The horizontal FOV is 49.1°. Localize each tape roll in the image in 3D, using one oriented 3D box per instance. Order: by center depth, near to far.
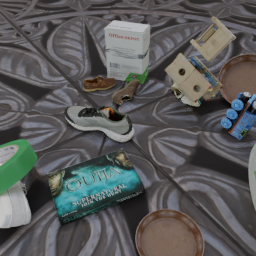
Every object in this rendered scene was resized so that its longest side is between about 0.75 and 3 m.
[{"bbox_3d":[-3.928,1.233,8.249,2.436,0.585,2.436,-20,23,9],"label":"tape roll"}]

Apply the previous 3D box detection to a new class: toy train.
[{"bbox_3d":[4.101,-0.458,10.051,1.029,1.800,0.780,34,51,18],"label":"toy train"}]

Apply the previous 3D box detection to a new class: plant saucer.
[{"bbox_3d":[1.078,2.972,7.337,1.768,0.304,1.768,-1,42,1],"label":"plant saucer"},{"bbox_3d":[5.118,-1.929,11.885,2.525,0.435,2.525,-4,73,12],"label":"plant saucer"}]

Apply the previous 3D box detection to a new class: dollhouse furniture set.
[{"bbox_3d":[3.228,-2.535,10.962,1.822,2.600,1.833,52,31,15],"label":"dollhouse furniture set"}]

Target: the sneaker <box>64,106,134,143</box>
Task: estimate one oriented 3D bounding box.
[{"bbox_3d":[-1.095,-0.433,10.469,2.856,1.133,1.056,15,46,18],"label":"sneaker"}]

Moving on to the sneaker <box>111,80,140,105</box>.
[{"bbox_3d":[0.031,-1.494,12.167,1.636,0.576,0.618,-37,70,-27],"label":"sneaker"}]

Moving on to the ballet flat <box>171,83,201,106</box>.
[{"bbox_3d":[2.441,-1.371,12.019,0.581,0.628,1.863,-37,42,8],"label":"ballet flat"}]

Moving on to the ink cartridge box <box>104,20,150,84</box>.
[{"bbox_3d":[-0.002,-3.439,12.737,1.824,2.488,1.033,14,44,15],"label":"ink cartridge box"}]

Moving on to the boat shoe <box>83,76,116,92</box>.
[{"bbox_3d":[-1.275,-2.043,12.669,1.556,0.526,0.560,-14,44,-15],"label":"boat shoe"}]

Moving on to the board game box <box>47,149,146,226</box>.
[{"bbox_3d":[-1.015,1.704,8.622,2.625,0.370,1.776,-17,45,-16],"label":"board game box"}]

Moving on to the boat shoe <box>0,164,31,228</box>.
[{"bbox_3d":[-3.391,1.870,8.116,0.883,0.928,2.577,15,10,-36],"label":"boat shoe"}]

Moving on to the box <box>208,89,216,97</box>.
[{"bbox_3d":[3.449,-1.613,12.424,0.882,0.221,0.332,10,45,10],"label":"box"}]

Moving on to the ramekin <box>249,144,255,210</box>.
[{"bbox_3d":[4.199,1.505,7.174,1.386,2.838,2.838,-5,42,5],"label":"ramekin"}]
